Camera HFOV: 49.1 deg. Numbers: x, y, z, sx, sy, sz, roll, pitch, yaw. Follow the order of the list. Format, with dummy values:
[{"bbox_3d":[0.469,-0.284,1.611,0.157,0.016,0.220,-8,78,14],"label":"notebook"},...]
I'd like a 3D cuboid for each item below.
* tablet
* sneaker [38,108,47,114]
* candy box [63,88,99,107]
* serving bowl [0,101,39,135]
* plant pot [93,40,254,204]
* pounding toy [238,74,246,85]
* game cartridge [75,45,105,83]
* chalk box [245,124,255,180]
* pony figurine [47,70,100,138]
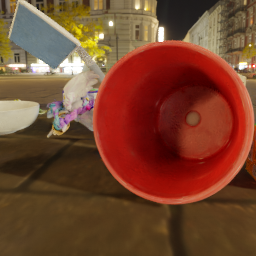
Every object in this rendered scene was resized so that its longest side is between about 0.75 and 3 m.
[{"bbox_3d":[-2.389,-2.422,7.707,1.677,0.176,2.577,33,-18,-22],"label":"tablet"},{"bbox_3d":[-4.119,-0.823,12.819,0.830,0.368,0.319,-7,14,-27],"label":"sneaker"},{"bbox_3d":[-1.887,-1.574,14.795,2.489,0.959,2.104,-7,13,-33],"label":"candy box"},{"bbox_3d":[-4.361,-0.320,9.359,2.739,0.901,2.739,0,13,0],"label":"serving bowl"},{"bbox_3d":[1.028,-0.127,5.368,2.628,2.628,2.325,6,5,26],"label":"plant pot"},{"bbox_3d":[2.434,-0.452,7.747,1.700,2.202,2.392,9,7,38],"label":"pounding toy"},{"bbox_3d":[-1.637,-2.773,11.923,1.324,0.413,1.989,46,5,-46],"label":"game cartridge"},{"bbox_3d":[3.290,0.508,5.318,1.699,1.061,1.053,0,13,4],"label":"chalk box"},{"bbox_3d":[-1.752,-0.665,9.586,2.381,2.054,2.467,-34,21,-3],"label":"pony figurine"}]
